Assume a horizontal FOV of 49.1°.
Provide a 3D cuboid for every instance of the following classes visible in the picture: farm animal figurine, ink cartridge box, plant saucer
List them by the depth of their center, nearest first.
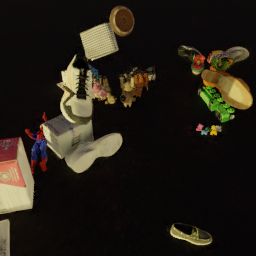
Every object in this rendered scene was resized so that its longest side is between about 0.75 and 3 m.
[{"bbox_3d":[-4.118,1.436,7.645,2.639,1.933,1.092,-7,38,-10],"label":"ink cartridge box"},{"bbox_3d":[-2.135,0.174,10.068,1.433,1.037,1.041,-29,46,-32],"label":"ink cartridge box"},{"bbox_3d":[-0.194,-4.476,11.685,1.206,1.206,0.193,-25,23,-29],"label":"plant saucer"},{"bbox_3d":[-0.503,-1.595,12.346,2.747,1.381,2.218,-11,20,-9],"label":"farm animal figurine"},{"bbox_3d":[-2.535,-2.539,14.001,1.870,0.634,1.085,-28,45,-32],"label":"ink cartridge box"}]

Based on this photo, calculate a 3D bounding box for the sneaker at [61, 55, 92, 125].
[{"bbox_3d":[-1.455,-1.159,8.135,0.882,0.957,2.393,5,52,-27],"label":"sneaker"}]

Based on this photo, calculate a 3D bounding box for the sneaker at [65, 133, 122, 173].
[{"bbox_3d":[-1.206,0.674,9.721,2.132,0.802,0.943,-29,34,-31],"label":"sneaker"}]

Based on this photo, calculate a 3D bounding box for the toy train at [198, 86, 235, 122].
[{"bbox_3d":[3.806,-1.109,12.259,0.699,0.517,2.477,-16,39,-4],"label":"toy train"}]

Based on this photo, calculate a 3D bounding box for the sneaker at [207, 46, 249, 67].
[{"bbox_3d":[5.689,-3.831,15.649,2.383,0.928,0.979,-15,49,-10],"label":"sneaker"}]

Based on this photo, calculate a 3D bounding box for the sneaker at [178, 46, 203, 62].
[{"bbox_3d":[3.817,-4.405,16.442,0.764,0.712,1.926,-15,39,-26],"label":"sneaker"}]

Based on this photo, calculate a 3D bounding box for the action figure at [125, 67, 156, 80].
[{"bbox_3d":[0.587,-2.777,14.410,1.609,0.558,1.047,-4,46,1],"label":"action figure"}]

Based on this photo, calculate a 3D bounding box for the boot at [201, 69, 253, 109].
[{"bbox_3d":[4.802,-1.737,12.316,2.106,1.035,2.941,3,33,-35],"label":"boot"}]

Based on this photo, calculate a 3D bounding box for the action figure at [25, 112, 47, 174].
[{"bbox_3d":[-3.158,0.369,9.770,0.749,1.136,2.295,-12,35,0],"label":"action figure"}]

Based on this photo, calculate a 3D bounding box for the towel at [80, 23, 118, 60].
[{"bbox_3d":[-1.365,-3.949,12.866,1.595,1.321,0.682,-13,13,24],"label":"towel"}]

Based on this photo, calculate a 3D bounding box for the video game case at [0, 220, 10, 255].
[{"bbox_3d":[-3.682,3.107,6.897,1.424,0.185,1.565,-11,38,-15],"label":"video game case"}]

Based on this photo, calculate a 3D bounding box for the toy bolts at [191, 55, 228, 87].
[{"bbox_3d":[4.021,-2.820,14.391,1.717,1.191,1.640,22,82,12],"label":"toy bolts"}]

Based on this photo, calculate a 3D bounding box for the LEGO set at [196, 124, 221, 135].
[{"bbox_3d":[3.173,0.022,10.810,0.959,0.393,0.366,1,38,2],"label":"LEGO set"}]

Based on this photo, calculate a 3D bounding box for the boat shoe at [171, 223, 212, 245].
[{"bbox_3d":[1.655,2.734,7.280,1.063,0.318,0.380,9,38,12],"label":"boat shoe"}]
